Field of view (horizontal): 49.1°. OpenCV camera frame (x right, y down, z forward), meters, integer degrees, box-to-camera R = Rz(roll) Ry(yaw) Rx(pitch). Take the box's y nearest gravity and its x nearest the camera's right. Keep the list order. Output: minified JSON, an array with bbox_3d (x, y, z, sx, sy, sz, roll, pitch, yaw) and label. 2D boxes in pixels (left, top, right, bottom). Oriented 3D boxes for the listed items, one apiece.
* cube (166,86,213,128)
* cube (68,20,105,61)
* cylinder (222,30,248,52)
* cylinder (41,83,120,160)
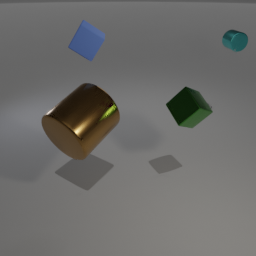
[{"bbox_3d":[1.512,-0.491,6.934,0.700,0.700,0.700,7,48,-49],"label":"cube"},{"bbox_3d":[-1.086,-2.334,7.472,0.700,0.700,0.700,29,24,-18],"label":"cube"},{"bbox_3d":[4.054,-3.321,10.630,0.700,0.700,0.700,-5,28,-9],"label":"cylinder"},{"bbox_3d":[-1.147,-0.166,6.951,1.400,1.400,1.400,19,51,32],"label":"cylinder"}]
